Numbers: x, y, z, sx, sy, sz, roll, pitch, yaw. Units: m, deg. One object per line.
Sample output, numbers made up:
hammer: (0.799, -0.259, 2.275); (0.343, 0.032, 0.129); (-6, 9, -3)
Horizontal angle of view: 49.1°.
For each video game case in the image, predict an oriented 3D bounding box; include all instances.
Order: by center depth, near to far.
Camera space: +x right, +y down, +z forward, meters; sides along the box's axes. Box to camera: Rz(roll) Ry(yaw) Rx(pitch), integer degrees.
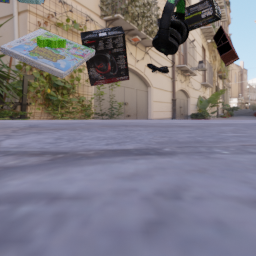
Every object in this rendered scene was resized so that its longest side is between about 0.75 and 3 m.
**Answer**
video game case: (-2.032, -2.019, 7.349); (1.812, 0.200, 1.650); (24, 40, 9)

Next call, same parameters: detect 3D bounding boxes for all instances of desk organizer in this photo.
desk organizer: (3.033, -2.623, 8.871); (0.471, 1.315, 0.506); (-29, -43, 27)

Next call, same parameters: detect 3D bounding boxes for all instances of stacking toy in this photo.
stacking toy: (-2.500, -2.758, 5.796); (2.526, 1.905, 0.594); (0, 32, -22)

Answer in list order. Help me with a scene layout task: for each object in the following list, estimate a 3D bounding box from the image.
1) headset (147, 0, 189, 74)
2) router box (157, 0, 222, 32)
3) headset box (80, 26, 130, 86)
headset: (1.281, -3.099, 9.523); (1.289, 2.744, 1.694); (18, 45, 20)
router box: (2.380, -4.179, 10.790); (2.164, 0.672, 1.621); (-14, 8, 27)
headset box: (-0.831, -2.600, 10.655); (1.587, 2.135, 0.801); (-11, 40, -4)
